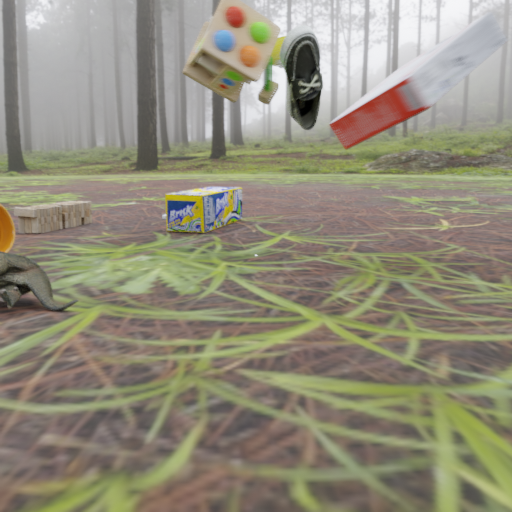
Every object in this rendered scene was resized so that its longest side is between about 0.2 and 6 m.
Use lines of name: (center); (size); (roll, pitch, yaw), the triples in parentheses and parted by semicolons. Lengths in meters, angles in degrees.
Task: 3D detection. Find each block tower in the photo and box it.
block tower: (-5.333, -1.047, 14.890); (0.644, 0.690, 2.385); (4, 9, 18)

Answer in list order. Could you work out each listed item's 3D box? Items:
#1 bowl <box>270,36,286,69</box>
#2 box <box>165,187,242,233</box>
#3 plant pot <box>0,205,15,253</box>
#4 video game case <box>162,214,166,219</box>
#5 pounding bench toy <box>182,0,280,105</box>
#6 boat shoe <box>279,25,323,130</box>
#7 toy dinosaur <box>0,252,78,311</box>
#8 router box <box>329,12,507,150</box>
bowl: (0.601, -4.646, 12.999); (0.860, 0.463, 0.860); (-19, -10, -3)
box: (-1.349, -1.323, 15.399); (1.088, 0.998, 3.106); (3, 10, 17)
plant pot: (-5.399, -0.412, 10.562); (1.078, 1.177, 1.177); (-13, 4, 28)
video game case: (-2.152, -1.251, 17.338); (1.220, 0.140, 1.110); (2, 11, 9)
pounding bench toy: (-0.162, -3.764, 10.710); (1.911, 1.187, 1.491); (26, -12, -20)
boat shoe: (0.998, -3.469, 11.130); (0.804, 0.724, 2.274); (-22, -30, -5)
toy dinosaur: (-3.418, 0.242, 7.408); (2.307, 0.888, 1.180); (-2, 17, 7)
router box: (2.716, -2.950, 9.591); (2.379, 0.581, 2.135); (-41, 11, -25)
